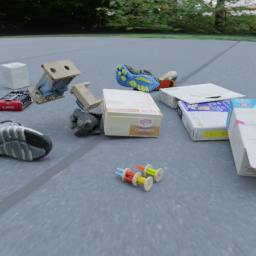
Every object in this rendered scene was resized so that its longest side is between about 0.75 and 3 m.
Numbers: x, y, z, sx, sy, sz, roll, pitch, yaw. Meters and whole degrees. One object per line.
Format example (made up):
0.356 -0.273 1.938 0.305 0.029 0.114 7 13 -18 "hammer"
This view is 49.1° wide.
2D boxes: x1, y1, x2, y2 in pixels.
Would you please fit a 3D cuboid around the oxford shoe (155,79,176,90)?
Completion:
1.580 -2.245 14.697 1.848 0.658 0.670 11 2 21 "oxford shoe"

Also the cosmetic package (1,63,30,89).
-6.033 -2.796 15.021 0.984 1.193 0.983 18 29 36 "cosmetic package"

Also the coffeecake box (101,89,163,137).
0.030 -0.593 9.989 1.811 0.862 2.359 3 25 -10 "coffeecake box"

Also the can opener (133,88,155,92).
0.808 -2.045 14.397 1.188 0.376 0.467 -1 48 21 "can opener"

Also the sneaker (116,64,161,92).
0.365 -2.043 11.588 2.370 0.840 0.982 28 25 38 "sneaker"

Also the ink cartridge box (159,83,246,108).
3.183 -1.306 12.281 2.842 0.619 2.467 -9 25 -20 "ink cartridge box"

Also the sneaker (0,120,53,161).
-3.335 0.188 8.395 2.674 1.003 1.544 3 21 9 "sneaker"

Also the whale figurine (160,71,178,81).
2.347 -2.855 16.185 1.084 0.563 0.863 -25 30 1 "whale figurine"

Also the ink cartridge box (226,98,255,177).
3.703 0.389 7.431 1.681 0.991 2.920 3 37 8 "ink cartridge box"

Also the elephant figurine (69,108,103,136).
-1.240 -0.235 9.605 1.367 0.967 1.060 -2 47 -45 "elephant figurine"

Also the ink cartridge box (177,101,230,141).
3.372 -0.355 10.138 2.716 0.638 2.684 1 22 -2 "ink cartridge box"

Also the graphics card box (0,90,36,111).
-4.871 -1.225 12.320 1.101 0.446 1.755 1 25 3 "graphics card box"

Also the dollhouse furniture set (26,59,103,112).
-2.084 -1.074 9.205 1.856 1.308 1.301 50 36 7 "dollhouse furniture set"

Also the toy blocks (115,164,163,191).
0.252 1.123 6.975 0.975 0.354 0.812 17 29 34 "toy blocks"
